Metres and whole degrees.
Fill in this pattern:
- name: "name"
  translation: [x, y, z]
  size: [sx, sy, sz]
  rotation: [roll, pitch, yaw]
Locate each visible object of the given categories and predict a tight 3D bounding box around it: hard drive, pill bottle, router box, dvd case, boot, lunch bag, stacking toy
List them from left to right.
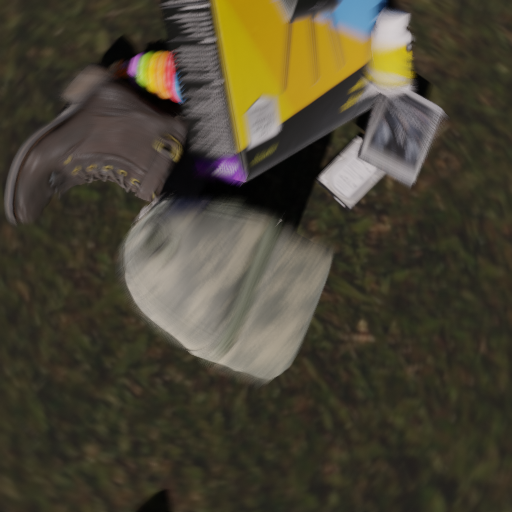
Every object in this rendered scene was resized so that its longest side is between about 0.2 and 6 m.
- name: "boot"
  translation: [-2.305, -1.373, 9.655]
  size: [2.961, 1.178, 3.401]
  rotation: [34, 91, -3]
- name: "stacking toy"
  translation: [-1.925, -3.369, 10.281]
  size: [1.774, 0.974, 1.029]
  rotation: [10, 81, 14]
- name: "lunch bag"
  translation: [-0.673, 0.373, 8.050]
  size: [2.512, 2.995, 2.087]
  rotation: [23, 78, -10]
- name: "router box"
  translation: [0.523, -3.291, 8.290]
  size: [1.043, 3.047, 4.085]
  rotation: [15, 37, 37]
- name: "hard drive"
  translation: [1.773, -1.489, 10.137]
  size: [0.804, 0.218, 1.151]
  rotation: [44, 81, 8]
- name: "pill bottle"
  translation: [2.100, -3.172, 8.746]
  size: [0.618, 1.111, 0.618]
  rotation: [-5, 34, 3]
- name: "dvd case"
  translation: [2.433, -2.102, 9.509]
  size: [1.098, 0.181, 1.461]
  rotation: [24, 82, -13]
